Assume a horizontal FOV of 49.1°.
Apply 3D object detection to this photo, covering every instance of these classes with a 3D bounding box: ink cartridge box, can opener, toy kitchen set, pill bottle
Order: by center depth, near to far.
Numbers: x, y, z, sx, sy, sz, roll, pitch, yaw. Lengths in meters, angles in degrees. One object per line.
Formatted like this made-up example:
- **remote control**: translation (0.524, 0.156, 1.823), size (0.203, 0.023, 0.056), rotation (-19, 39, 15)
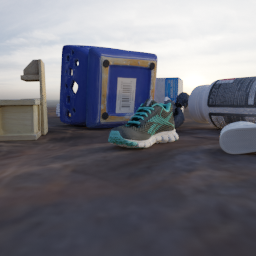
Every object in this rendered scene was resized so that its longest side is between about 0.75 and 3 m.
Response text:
- **toy kitchen set**: translation (-3.304, -0.794, 7.347), size (2.182, 1.973, 2.419), rotation (-1, 5, -10)
- **pill bottle**: translation (3.397, -0.759, 8.752), size (1.648, 1.648, 2.844), rotation (-4, 7, -37)
- **can opener**: translation (1.698, -0.809, 9.697), size (0.797, 0.999, 2.987), rotation (41, 15, -2)
- **ink cartridge box**: translation (1.169, -1.372, 13.388), size (2.723, 1.969, 2.004), rotation (2, 6, 17)

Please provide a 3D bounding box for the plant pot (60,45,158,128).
- **plant pot**: translation (-0.628, -1.441, 10.112), size (2.976, 2.976, 2.676), rotation (-3, 13, -31)

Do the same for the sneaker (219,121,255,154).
- **sneaker**: translation (2.532, 0.104, 4.971), size (1.753, 0.646, 1.013), rotation (0, 8, 16)

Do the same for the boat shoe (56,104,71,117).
- **boat shoe**: translation (-2.921, -1.122, 16.728), size (2.668, 0.872, 0.982), rotation (-3, 6, -28)

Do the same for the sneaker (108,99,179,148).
- **sneaker**: translation (0.332, -0.127, 5.765), size (0.809, 0.951, 2.086), rotation (4, 7, 35)
